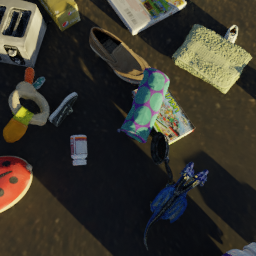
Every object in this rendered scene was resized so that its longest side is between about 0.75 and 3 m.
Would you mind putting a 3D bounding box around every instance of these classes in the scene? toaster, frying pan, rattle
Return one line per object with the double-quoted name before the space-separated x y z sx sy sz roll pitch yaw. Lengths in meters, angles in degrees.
"toaster" -4.152 -3.487 10.091 2.014 1.322 2.227 11 74 2
"frying pan" 1.145 0.741 8.693 0.289 1.776 1.074 4 104 -23
"rattle" -3.628 -0.816 9.841 1.444 1.584 2.218 0 53 -32

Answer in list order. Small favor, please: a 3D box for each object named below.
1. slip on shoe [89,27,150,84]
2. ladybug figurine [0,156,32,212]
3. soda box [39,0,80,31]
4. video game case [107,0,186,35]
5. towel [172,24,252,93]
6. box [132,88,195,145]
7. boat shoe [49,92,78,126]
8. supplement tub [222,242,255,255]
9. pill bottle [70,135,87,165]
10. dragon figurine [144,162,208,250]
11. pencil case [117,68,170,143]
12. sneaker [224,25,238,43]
"slip on shoe" -0.294 -2.650 10.092 2.781 0.842 1.057 44 78 11
"ladybug figurine" -4.241 1.770 8.780 2.532 0.911 1.718 -31 76 -8
"soda box" -2.995 -5.156 10.761 0.896 0.948 2.799 -35 77 -9
"video game case" 0.516 -5.300 11.148 2.489 0.313 2.735 -31 75 -8
"towel" 3.014 -2.560 10.127 2.415 0.441 1.792 34 87 9
"box" 1.190 -0.577 9.734 1.222 0.385 2.220 -30 76 -8
"boat shoe" -2.149 -0.639 9.740 0.425 0.472 1.336 38 85 11
"supplement tub" 2.756 4.583 7.376 2.839 2.064 2.064 -30 76 -9
"pill bottle" -1.576 0.713 9.013 0.513 0.513 0.936 -4 82 -1
"dragon figurine" 1.228 2.247 8.368 0.856 1.446 2.909 40 78 11
"pencil case" 0.545 -0.741 9.132 0.987 1.072 2.319 26 83 -29
"sneaker" 3.777 -3.286 10.473 0.453 0.478 1.184 18 76 3
